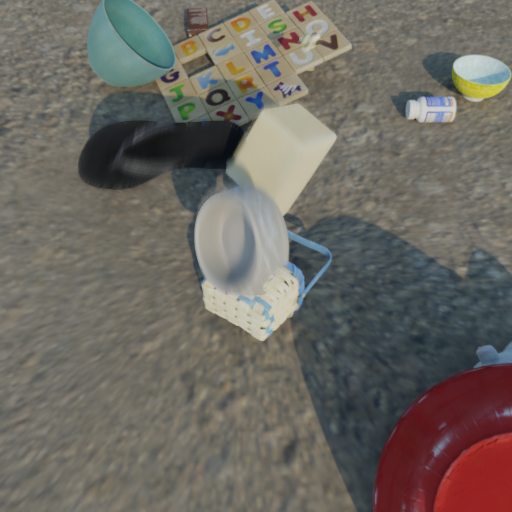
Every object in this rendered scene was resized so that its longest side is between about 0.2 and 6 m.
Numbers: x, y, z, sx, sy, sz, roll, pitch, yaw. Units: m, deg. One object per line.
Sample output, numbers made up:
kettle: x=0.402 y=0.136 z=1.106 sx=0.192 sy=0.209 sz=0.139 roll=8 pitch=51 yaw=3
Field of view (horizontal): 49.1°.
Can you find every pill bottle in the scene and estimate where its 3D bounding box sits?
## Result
pill bottle: x=3.447 y=-2.901 z=11.104 sx=0.881 sy=0.494 sz=0.494 roll=1 pitch=51 yaw=1

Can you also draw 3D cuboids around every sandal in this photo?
sandal: x=-1.391 y=-1.624 z=8.384 sx=2.562 sy=0.548 sz=0.974 roll=-13 pitch=96 yaw=-12

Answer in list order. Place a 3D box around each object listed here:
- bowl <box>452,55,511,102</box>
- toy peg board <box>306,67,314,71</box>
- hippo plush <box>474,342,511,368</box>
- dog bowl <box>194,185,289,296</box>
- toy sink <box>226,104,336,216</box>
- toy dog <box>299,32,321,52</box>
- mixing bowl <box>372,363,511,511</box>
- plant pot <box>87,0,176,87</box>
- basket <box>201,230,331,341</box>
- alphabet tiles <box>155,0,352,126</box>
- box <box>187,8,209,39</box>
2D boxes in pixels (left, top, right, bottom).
bowl: x=4.564 y=-3.569 z=11.552 sx=1.145 sy=0.616 sz=1.145 roll=0 pitch=49 yaw=0
toy peg board: x=0.724 y=-4.820 z=12.561 sx=1.277 sy=0.624 sz=1.271 roll=6 pitch=52 yaw=4
hippo plush: x=3.550 y=1.961 z=6.797 sx=2.239 sy=1.783 sz=1.800 roll=-25 pitch=25 yaw=-32
dog bowl: x=-0.235 y=-0.158 z=6.733 sx=0.403 sy=1.374 sz=1.374 roll=-10 pitch=47 yaw=-42
toy sink: x=0.251 y=-1.314 z=8.111 sx=0.867 sy=1.548 sz=1.009 roll=44 pitch=37 yaw=14
toy dog: x=0.976 y=-3.703 z=9.648 sx=0.365 sy=0.262 sz=0.376 roll=-25 pitch=17 yaw=-8
mixing bowl: x=2.535 y=2.484 z=5.117 sx=3.285 sy=1.779 sz=3.285 roll=-8 pitch=67 yaw=20
plant pot: x=-2.749 y=-4.218 z=11.541 sx=1.225 sy=1.819 sz=1.819 roll=-32 pitch=45 yaw=29
basket: x=0.074 y=0.222 z=8.128 sx=1.509 sy=1.191 sz=1.712 roll=28 pitch=63 yaw=19
alphabet tiles: x=-0.154 y=-4.036 z=11.646 sx=3.839 sy=0.145 sz=3.209 roll=-26 pitch=54 yaw=-2
box: x=-1.371 y=-5.445 z=13.233 sx=0.505 sy=0.378 sz=1.008 roll=-4 pitch=50 yaw=-3
